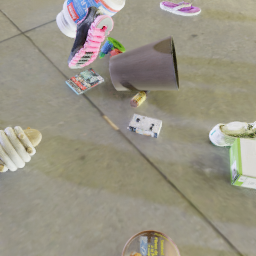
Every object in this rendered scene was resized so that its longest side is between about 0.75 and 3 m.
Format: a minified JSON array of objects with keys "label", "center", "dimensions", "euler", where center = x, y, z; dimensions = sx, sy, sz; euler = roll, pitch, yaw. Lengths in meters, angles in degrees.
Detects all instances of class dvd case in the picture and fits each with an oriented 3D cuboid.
[{"label":"dvd case","center":[-1.867,-2.048,12.175],"dimensions":[1.365,0.150,0.997],"euler":[-35,60,-22]}]

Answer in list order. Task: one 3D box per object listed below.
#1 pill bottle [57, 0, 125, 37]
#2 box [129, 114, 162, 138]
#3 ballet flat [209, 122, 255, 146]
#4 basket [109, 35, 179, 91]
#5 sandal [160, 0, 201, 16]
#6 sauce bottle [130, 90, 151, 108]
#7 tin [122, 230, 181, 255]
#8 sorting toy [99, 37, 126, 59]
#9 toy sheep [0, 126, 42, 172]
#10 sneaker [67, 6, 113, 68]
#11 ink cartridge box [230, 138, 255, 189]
[{"label":"pill bottle","center":[-1.378,-4.140,9.705],"dimensions":[2.383,1.337,1.337],"euler":[-22,41,37]},{"label":"box","center":[0.663,-0.086,10.539],"dimensions":[1.110,0.334,0.647],"euler":[16,54,12]},{"label":"ballet flat","center":[4.320,0.143,10.022],"dimensions":[2.711,0.941,0.941],"euler":[-3,52,-3]},{"label":"basket","center":[0.660,-2.374,11.212],"dimensions":[2.515,1.710,2.267],"euler":[-8,70,16]},{"label":"sandal","center":[2.907,-6.757,15.540],"dimensions":[2.294,0.564,0.933],"euler":[13,53,10]},{"label":"sauce bottle","center":[0.525,-1.282,11.408],"dimensions":[0.405,0.405,1.226],"euler":[24,49,18]},{"label":"tin","center":[0.600,4.137,7.164],"dimensions":[1.602,0.599,2.861],"euler":[0,52,6]},{"label":"sorting toy","center":[-0.699,-3.349,12.804],"dimensions":[1.215,0.830,2.022],"euler":[22,32,-33]},{"label":"toy sheep","center":[-3.909,0.730,9.207],"dimensions":[2.268,1.564,1.564],"euler":[-28,57,-18]},{"label":"sneaker","center":[-1.250,-2.635,8.167],"dimensions":[0.947,1.985,0.784],"euler":[53,32,17]},{"label":"ink cartridge box","center":[4.509,1.251,9.250],"dimensions":[2.000,0.757,1.478],"euler":[10,52,6]}]
